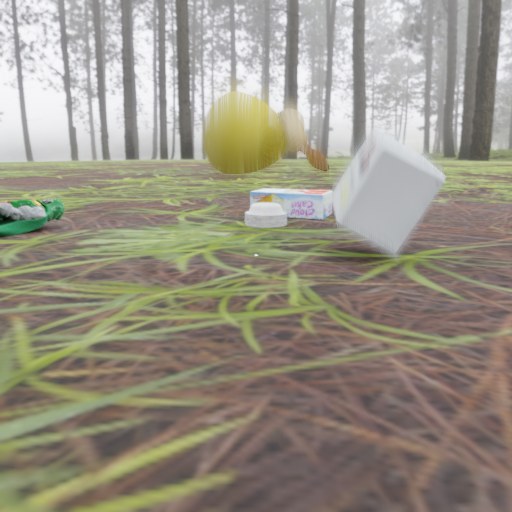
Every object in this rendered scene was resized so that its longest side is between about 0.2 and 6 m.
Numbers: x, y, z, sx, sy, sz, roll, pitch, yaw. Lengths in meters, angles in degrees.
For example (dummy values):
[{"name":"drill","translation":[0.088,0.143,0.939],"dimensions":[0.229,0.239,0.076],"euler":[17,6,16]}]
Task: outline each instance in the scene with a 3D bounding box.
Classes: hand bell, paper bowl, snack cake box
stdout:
[{"name":"hand bell","translation":[0.949,-2.110,11.000],"dimensions":[0.893,0.893,1.716],"euler":[-6,39,-27]},{"name":"paper bowl","translation":[0.216,-0.911,12.410],"dimensions":[0.934,0.486,0.934],"euler":[1,13,0]},{"name":"snack cake box","translation":[0.883,-1.315,13.944],"dimensions":[1.857,0.624,1.068],"euler":[5,11,19]}]

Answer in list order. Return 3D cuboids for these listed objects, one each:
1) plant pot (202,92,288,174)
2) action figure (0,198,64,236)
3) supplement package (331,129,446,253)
[{"name":"plant pot","translation":[-0.038,-1.451,6.853],"dimensions":[1.017,1.017,0.722],"euler":[-11,24,-43]},{"name":"action figure","translation":[-5.462,-0.823,11.155],"dimensions":[3.372,0.922,1.992],"euler":[-9,17,-43]},{"name":"supplement package","translation":[2.029,-1.079,8.961],"dimensions":[1.074,1.397,1.461],"euler":[28,20,-7]}]
